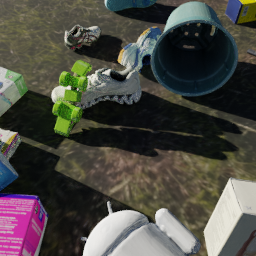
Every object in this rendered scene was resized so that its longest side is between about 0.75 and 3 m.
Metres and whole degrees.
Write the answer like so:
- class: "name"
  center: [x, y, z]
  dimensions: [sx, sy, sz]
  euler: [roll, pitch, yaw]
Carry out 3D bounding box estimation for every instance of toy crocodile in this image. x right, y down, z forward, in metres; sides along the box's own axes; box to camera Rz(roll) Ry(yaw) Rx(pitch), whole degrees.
- class: "toy crocodile"
  center: [-1.672, -0.906, 8.460]
  dimensions: [0.792, 0.725, 2.347]
  euler: [14, 92, 9]

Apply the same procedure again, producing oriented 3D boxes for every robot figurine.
- class: "robot figurine"
  center: [0.274, 2.789, 5.396]
  dimensions: [2.893, 1.634, 2.453]
  euler: [39, 81, 27]

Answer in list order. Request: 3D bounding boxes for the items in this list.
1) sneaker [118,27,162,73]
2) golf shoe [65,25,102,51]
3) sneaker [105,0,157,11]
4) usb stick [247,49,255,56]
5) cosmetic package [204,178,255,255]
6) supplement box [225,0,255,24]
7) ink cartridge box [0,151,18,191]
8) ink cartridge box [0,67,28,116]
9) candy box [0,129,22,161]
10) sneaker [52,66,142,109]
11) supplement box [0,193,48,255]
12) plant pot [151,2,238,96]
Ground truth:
- class: "sneaker"
  center: [0.695, -2.916, 10.660]
  dimensions: [1.063, 0.908, 2.413]
  euler: [38, 62, 8]
- class: "golf shoe"
  center: [-1.771, -3.790, 11.297]
  dimensions: [0.680, 0.776, 1.763]
  euler: [36, 58, 26]
- class: "sneaker"
  center: [0.070, -6.529, 13.329]
  dimensions: [2.638, 1.049, 1.722]
  euler: [-11, 53, -10]
- class: "usb stick"
  center: [5.083, -2.875, 10.945]
  dimensions: [0.863, 0.141, 0.239]
  euler: [29, 56, 21]
- class: "cosmetic package"
  center: [1.716, 1.528, 4.385]
  dimensions: [0.591, 1.355, 0.700]
  euler: [9, 36, -1]
- class: "supplement box"
  center: [5.405, -5.403, 12.481]
  dimensions: [1.699, 0.930, 0.925]
  euler: [-13, 53, -9]
- class: "ink cartridge box"
  center: [-4.382, 1.201, 6.713]
  dimensions: [2.602, 1.101, 1.880]
  euler: [-40, 66, -17]
- class: "ink cartridge box"
  center: [-4.399, -1.141, 9.144]
  dimensions: [1.271, 0.765, 1.749]
  euler: [22, 56, 16]
- class: "candy box"
  center: [-3.966, 0.461, 8.057]
  dimensions: [1.410, 0.430, 0.961]
  euler: [12, 52, 9]
- class: "sneaker"
  center: [-1.025, -1.380, 9.086]
  dimensions: [2.939, 1.191, 1.104]
  euler: [-8, 53, -5]
- class: "supplement box"
  center: [-2.566, 2.606, 5.892]
  dimensions: [1.114, 1.091, 2.155]
  euler: [4, 51, 3]
- class: "plant pot"
  center: [2.222, -2.911, 9.588]
  dimensions: [2.630, 2.630, 2.576]
  euler: [7, 44, 6]
